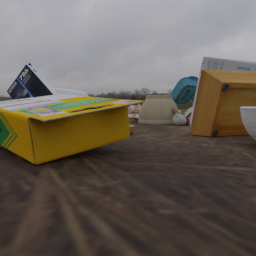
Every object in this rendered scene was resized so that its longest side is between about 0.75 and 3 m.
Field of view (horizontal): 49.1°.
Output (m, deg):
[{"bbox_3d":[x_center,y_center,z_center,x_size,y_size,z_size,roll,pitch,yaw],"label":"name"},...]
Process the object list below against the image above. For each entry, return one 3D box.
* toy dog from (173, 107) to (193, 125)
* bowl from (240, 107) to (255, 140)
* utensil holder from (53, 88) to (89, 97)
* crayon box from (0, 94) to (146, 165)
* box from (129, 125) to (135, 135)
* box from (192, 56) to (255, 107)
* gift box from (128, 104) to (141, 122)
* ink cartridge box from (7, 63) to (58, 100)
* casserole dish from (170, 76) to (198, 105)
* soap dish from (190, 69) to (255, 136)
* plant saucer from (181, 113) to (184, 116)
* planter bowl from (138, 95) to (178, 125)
[{"bbox_3d":[2.579,-0.658,11.659,1.398,1.021,2.119,1,5,16],"label":"toy dog"},{"bbox_3d":[3.459,0.004,5.139,2.162,0.808,2.165,-1,4,-12],"label":"bowl"},{"bbox_3d":[-2.655,-0.877,11.555,1.537,1.537,1.809,4,4,40],"label":"utensil holder"},{"bbox_3d":[-1.250,-0.109,4.940,1.756,0.720,2.793,-14,16,-39],"label":"crayon box"},{"bbox_3d":[-1.398,0.093,7.259,2.115,0.275,2.587,3,6,34],"label":"box"},{"bbox_3d":[4.817,-1.829,13.236,2.661,2.648,2.279,18,15,31],"label":"box"},{"bbox_3d":[0.404,-0.746,13.332,0.705,0.764,0.713,-1,-16,25],"label":"gift box"},{"bbox_3d":[-3.530,-1.324,10.112,2.677,1.331,0.525,43,9,32],"label":"ink cartridge box"},{"bbox_3d":[2.607,-1.625,12.750,1.104,0.354,1.822,4,-35,-19],"label":"casserole dish"},{"bbox_3d":[2.889,-0.616,7.597,2.268,1.784,0.921,-2,22,-22],"label":"soap dish"},{"bbox_3d":[3.045,-0.521,13.932,2.484,0.386,2.484,0,4,0],"label":"plant saucer"},{"bbox_3d":[1.368,-0.838,12.455,1.872,1.260,1.872,-1,5,0],"label":"planter bowl"}]
